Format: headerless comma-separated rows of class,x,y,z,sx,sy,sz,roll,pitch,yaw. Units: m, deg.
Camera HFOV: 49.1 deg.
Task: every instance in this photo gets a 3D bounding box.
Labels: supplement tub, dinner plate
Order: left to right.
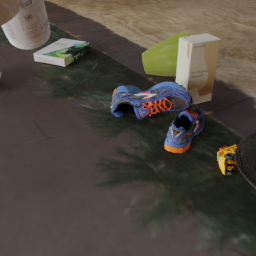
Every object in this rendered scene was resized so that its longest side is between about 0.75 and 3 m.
dinner plate,-2.848,-2.246,5.564,1.544,0.187,1.544,-24,2,1
supplement tub,-2.825,-3.171,7.321,1.279,1.939,1.279,2,65,-4

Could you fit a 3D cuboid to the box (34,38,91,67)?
box,-2.919,-3.467,12.684,1.608,0.405,2.229,13,39,18

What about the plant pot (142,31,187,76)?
plant pot,1.504,-2.668,10.810,1.786,1.671,1.671,-10,34,15

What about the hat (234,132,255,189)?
hat,3.483,1.139,5.852,2.591,1.045,2.591,0,33,0

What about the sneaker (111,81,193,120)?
sneaker,0.630,-0.684,8.393,2.630,0.991,1.031,-2,45,29

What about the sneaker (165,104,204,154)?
sneaker,1.667,-0.151,7.797,0.781,0.813,2.073,16,39,19

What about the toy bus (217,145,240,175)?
toy bus,2.476,0.722,6.915,0.782,0.531,0.751,-18,27,-19

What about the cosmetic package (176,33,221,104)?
cosmetic package,2.192,-1.853,9.014,1.105,2.100,0.746,-15,36,-18
